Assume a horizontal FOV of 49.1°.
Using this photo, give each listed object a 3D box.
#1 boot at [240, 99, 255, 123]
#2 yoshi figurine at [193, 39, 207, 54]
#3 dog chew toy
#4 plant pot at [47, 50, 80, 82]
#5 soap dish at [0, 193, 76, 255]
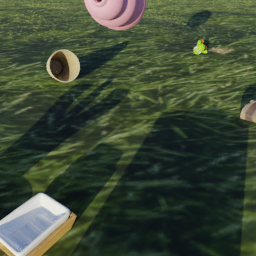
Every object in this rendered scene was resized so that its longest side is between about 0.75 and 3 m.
[{"bbox_3d":[3.976,-0.268,8.002,1.447,0.695,1.979,13,33,33],"label":"boot"},{"bbox_3d":[3.727,-4.110,14.231,0.692,0.690,1.231,20,39,18],"label":"yoshi figurine"},{"bbox_3d":[-0.376,-3.300,7.259,1.514,1.514,2.431,7,23,11],"label":"dog chew toy"},{"bbox_3d":[-2.728,-2.443,11.128,1.208,1.208,1.290,-19,19,-28],"label":"plant pot"},{"bbox_3d":[-1.606,1.721,4.791,0.923,0.477,1.173,21,36,30],"label":"soap dish"}]
